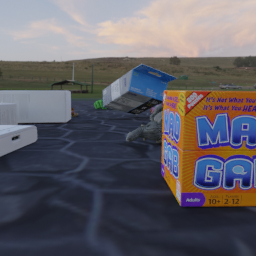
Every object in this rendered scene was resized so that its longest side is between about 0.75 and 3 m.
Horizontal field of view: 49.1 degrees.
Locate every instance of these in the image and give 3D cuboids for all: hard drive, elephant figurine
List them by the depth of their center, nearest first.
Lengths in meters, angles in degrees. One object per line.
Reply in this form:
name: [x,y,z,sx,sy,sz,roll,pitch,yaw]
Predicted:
hard drive: [-3.499,0.209,5.214,2.940,0.392,1.939,0,7,4]
elephant figurine: [0.684,0.029,5.808,0.844,0.926,1.193,44,27,4]

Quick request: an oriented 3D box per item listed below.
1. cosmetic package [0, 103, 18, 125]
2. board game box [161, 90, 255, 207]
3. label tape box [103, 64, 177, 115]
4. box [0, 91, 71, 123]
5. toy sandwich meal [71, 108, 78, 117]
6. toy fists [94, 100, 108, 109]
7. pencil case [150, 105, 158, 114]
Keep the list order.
cosmetic package: [-4.113,-0.289,7.692,1.061,0.763,1.880,3,9,25]
board game box: [0.994,0.137,3.058,1.077,1.077,1.078,1,7,-3]
label tape box: [0.423,-1.385,10.885,1.791,0.826,2.500,12,-22,-36]
box: [-3.269,-0.784,10.039,2.283,1.113,1.420,-1,7,-4]
toy sandwich meal: [-2.720,-0.717,12.334,1.165,0.399,1.165,0,7,0]
toy fists: [-1.163,-1.468,17.366,1.891,0.650,0.964,-1,0,0]
pencil case: [1.461,-0.698,11.637,0.550,0.550,1.259,-4,9,-30]
